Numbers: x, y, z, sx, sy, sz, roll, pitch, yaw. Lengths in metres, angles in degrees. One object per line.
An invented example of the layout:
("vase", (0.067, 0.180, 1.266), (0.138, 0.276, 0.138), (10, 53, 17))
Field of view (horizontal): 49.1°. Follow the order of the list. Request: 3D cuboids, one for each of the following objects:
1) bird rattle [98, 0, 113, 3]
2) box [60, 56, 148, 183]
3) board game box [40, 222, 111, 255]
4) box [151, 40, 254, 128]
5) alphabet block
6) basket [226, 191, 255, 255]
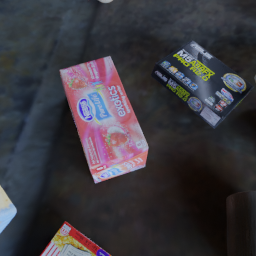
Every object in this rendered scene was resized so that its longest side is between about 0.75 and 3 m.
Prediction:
("bird rattle", (-0.919, -4.926, 9.905), (1.064, 0.735, 1.305), (43, 73, 1))
("box", (-0.660, -0.240, 7.199), (1.447, 1.335, 2.820), (-17, 65, -8))
("board game box", (-1.371, 3.143, 6.072), (1.283, 0.392, 1.694), (30, 68, 14))
("box", (2.087, -1.322, 7.860), (2.321, 0.514, 1.860), (43, 56, 15))
("alphabet block", (-3.818, 1.687, 5.542), (1.937, 1.892, 1.902), (47, 106, 19))
("basket", (2.758, 2.363, 6.034), (1.599, 1.206, 1.773), (12, 58, -18))
